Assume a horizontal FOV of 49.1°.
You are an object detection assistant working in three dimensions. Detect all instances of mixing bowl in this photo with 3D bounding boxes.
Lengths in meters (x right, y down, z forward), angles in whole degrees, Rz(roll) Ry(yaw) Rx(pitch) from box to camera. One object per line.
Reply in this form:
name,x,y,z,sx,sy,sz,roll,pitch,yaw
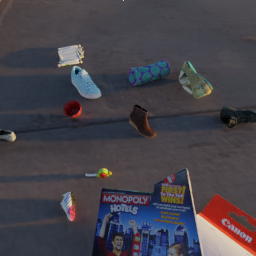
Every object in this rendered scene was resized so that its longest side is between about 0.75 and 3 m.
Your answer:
mixing bowl,-2.231,-0.720,11.531,0.767,0.415,0.767,-6,62,11

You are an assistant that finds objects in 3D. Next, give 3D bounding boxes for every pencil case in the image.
pencil case,1.000,-2.672,13.365,1.948,0.829,0.900,-18,63,-19

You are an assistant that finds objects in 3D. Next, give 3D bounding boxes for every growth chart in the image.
growth chart,-3.109,-3.976,15.216,1.477,0.181,2.041,-8,44,-9

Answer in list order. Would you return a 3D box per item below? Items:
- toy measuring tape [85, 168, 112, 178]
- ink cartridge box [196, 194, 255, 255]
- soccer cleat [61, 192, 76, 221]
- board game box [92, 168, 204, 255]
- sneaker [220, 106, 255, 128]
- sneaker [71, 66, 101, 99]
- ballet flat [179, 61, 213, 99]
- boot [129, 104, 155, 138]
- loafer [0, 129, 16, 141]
toy measuring tape,-0.992,1.496,9.354,0.884,0.325,0.325,0,43,0
ink cartridge box,2.542,3.062,7.358,2.142,0.752,2.636,33,61,30
soccer cleat,-1.816,2.386,8.441,0.423,0.343,0.981,-16,41,2
board game box,0.645,2.302,6.773,2.706,0.835,2.705,3,72,15
sneaker,4.438,-0.330,11.084,1.594,0.609,0.913,13,46,17
sneaker,-2.003,-2.116,12.735,0.803,0.891,2.174,-31,51,-27
ballet flat,2.857,-2.206,12.765,1.033,1.033,2.923,-6,34,-6
boot,0.596,-0.244,10.560,1.231,1.024,0.445,34,54,12
loafer,-4.818,0.198,10.648,1.150,0.401,0.402,8,44,9
